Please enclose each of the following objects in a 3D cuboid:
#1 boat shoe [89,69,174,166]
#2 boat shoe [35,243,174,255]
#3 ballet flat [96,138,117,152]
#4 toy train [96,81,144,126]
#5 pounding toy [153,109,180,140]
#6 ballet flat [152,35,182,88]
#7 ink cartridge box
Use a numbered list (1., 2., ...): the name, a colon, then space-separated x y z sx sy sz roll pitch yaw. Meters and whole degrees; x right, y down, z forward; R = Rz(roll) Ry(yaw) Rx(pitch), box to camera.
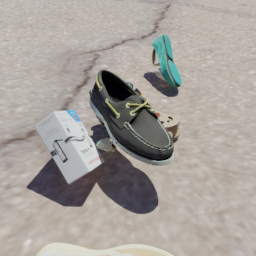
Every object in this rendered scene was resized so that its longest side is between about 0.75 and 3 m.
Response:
1. boat shoe: 0.000 -0.343 6.178 1.058 0.893 2.967 -11 39 -33
2. boat shoe: -0.283 2.240 4.090 2.281 0.841 0.789 4 9 -5
3. ballet flat: -0.487 0.449 6.920 0.329 0.329 0.947 12 -4 16
4. toy train: -0.200 -0.624 8.123 0.757 1.012 1.776 -28 19 47
5. pounding toy: 0.835 -0.256 7.538 1.016 1.019 1.777 -21 39 -18
6. ballet flat: 1.319 -2.288 10.114 0.817 0.782 2.321 -26 60 32
7. ink cartridge box: -1.234 0.374 6.160 0.606 1.437 1.049 -32 -2 13
